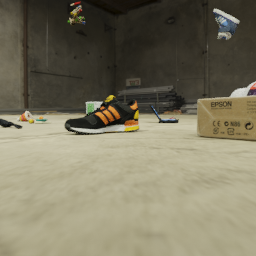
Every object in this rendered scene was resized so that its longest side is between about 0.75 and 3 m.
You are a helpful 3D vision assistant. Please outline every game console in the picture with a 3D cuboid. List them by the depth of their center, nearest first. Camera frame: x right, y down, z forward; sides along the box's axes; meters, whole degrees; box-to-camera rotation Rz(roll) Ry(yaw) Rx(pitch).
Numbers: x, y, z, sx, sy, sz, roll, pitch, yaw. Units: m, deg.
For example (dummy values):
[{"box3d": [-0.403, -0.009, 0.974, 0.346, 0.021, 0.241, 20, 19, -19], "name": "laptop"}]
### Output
[{"box3d": [1.820, -0.733, 14.181, 1.409, 0.932, 1.602, 0, 4, 7], "name": "game console"}]

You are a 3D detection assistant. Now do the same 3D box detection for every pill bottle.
[{"box3d": [4.455, -0.701, 8.409, 1.555, 1.555, 2.792, -2, 4, -24], "name": "pill bottle"}]

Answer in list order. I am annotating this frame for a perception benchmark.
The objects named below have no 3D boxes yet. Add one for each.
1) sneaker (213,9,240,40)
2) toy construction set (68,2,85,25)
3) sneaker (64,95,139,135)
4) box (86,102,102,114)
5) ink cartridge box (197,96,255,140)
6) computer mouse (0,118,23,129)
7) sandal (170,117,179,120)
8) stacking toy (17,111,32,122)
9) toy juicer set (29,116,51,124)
[{"box3d": [3.067, -3.373, 9.251, 0.431, 0.784, 1.071, -5, 41, -45], "name": "sneaker"}, {"box3d": [-1.968, -4.186, 10.337, 0.633, 0.824, 0.687, -14, -9, -2], "name": "toy construction set"}, {"box3d": [-0.654, -0.368, 7.412, 2.212, 0.995, 0.774, -2, 4, -36], "name": "sneaker"}, {"box3d": [-1.520, -0.791, 14.182, 0.901, 1.047, 1.052, 1, 4, 16], "name": "box"}, {"box3d": [3.017, -0.232, 5.984, 1.976, 0.901, 2.399, -5, 5, -43], "name": "ink cartridge box"}, {"box3d": [-4.082, -0.091, 9.677, 1.555, 0.265, 0.456, 10, -13, 47], "name": "computer mouse"}, {"box3d": [2.640, -0.548, 17.112, 0.946, 0.213, 0.355, 1, 4, 18], "name": "sandal"}, {"box3d": [-5.833, -0.543, 15.609, 0.832, 0.608, 0.608, -18, 0, 12], "name": "stacking toy"}, {"box3d": [-4.223, -0.378, 13.166, 0.806, 0.345, 1.267, -2, 5, -38], "name": "toy juicer set"}]
